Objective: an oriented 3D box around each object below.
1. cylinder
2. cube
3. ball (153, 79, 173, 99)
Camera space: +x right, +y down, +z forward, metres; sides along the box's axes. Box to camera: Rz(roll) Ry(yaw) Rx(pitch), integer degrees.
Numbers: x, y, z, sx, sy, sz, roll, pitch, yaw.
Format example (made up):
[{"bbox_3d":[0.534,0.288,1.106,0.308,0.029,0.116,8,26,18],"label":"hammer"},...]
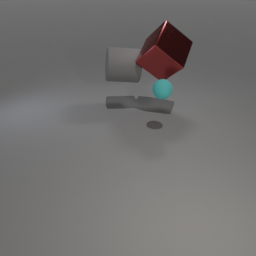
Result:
[{"bbox_3d":[-0.210,-2.638,11.756,1.400,1.400,1.400,1,28,-9],"label":"cylinder"},{"bbox_3d":[1.397,-2.926,10.844,1.400,1.400,1.400,32,62,-19],"label":"cube"},{"bbox_3d":[1.213,-1.353,9.805,0.700,0.700,0.700,0,28,0],"label":"ball"}]
